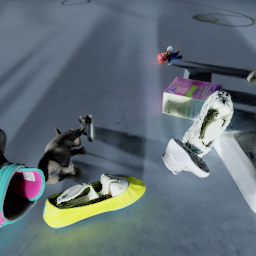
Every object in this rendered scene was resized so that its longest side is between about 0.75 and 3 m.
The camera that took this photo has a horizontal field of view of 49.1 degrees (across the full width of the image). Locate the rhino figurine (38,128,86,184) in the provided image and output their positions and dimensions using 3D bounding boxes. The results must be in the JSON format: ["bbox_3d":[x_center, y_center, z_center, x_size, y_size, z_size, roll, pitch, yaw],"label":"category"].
[{"bbox_3d":[-1.582,0.537,6.869,0.977,0.668,2.235,-9,30,4],"label":"rhino figurine"}]

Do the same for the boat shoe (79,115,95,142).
[{"bbox_3d":[-1.162,0.005,7.845,0.402,0.493,1.334,-6,31,-9],"label":"boat shoe"}]

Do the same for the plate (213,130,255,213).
[{"bbox_3d":[3.755,0.754,6.754,2.771,0.448,2.765,-4,34,-5],"label":"plate"}]

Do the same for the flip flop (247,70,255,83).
[{"bbox_3d":[5.493,-1.958,10.696,1.827,0.741,0.526,-8,51,-9],"label":"flip flop"}]

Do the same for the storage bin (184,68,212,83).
[{"bbox_3d":[2.542,-1.795,10.334,1.123,0.754,0.817,-3,34,-7],"label":"storage bin"}]

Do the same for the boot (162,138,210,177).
[{"bbox_3d":[1.297,0.846,6.494,0.497,0.645,1.351,14,23,-32],"label":"boot"}]

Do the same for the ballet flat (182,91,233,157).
[{"bbox_3d":[2.276,-0.170,7.296,0.901,0.901,2.511,21,56,28],"label":"ballet flat"}]

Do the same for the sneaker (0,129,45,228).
[{"bbox_3d":[-2.559,0.904,5.807,1.695,1.174,2.807,-5,41,1],"label":"sneaker"}]

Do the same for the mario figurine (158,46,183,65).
[{"bbox_3d":[1.913,-3.276,12.675,1.233,0.653,0.761,-17,37,-26],"label":"mario figurine"}]

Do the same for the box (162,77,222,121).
[{"bbox_3d":[2.076,-0.944,9.031,1.560,0.754,1.372,16,37,21],"label":"box"}]

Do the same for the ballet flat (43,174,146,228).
[{"bbox_3d":[-0.601,1.322,5.617,2.199,0.737,0.735,-15,35,-22],"label":"ballet flat"}]
